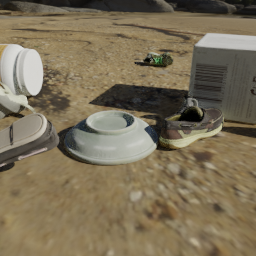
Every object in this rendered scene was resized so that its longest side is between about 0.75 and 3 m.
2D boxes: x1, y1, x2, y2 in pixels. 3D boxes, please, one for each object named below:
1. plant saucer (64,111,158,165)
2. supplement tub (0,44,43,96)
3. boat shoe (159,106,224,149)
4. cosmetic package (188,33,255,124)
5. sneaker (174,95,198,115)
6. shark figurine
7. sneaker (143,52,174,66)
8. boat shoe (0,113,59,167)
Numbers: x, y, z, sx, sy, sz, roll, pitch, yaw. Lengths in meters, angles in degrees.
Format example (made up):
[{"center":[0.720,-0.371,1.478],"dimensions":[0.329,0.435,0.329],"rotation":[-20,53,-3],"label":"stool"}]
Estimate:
[{"center":[-0.414,0.056,6.962],"dimensions":[2.345,0.589,2.345],"rotation":[0,25,0],"label":"plant saucer"},{"center":[-4.448,-1.951,9.658],"dimensions":[2.533,1.832,1.832],"rotation":[3,26,6],"label":"supplement tub"},{"center":[1.750,-0.175,7.198],"dimensions":[0.877,0.776,2.395],"rotation":[23,34,39],"label":"boat shoe"},{"center":[3.185,-1.677,8.755],"dimensions":[2.105,2.103,2.551],"rotation":[10,29,20],"label":"cosmetic package"},{"center":[1.478,-0.487,7.797],"dimensions":[0.531,0.818,1.416],"rotation":[23,34,39],"label":"sneaker"},{"center":[-3.731,-0.740,7.854],"dimensions":[1.548,1.081,2.590],"rotation":[41,2,30],"label":"shark figurine"},{"center":[1.473,-3.371,14.084],"dimensions":[1.777,0.683,0.787],"rotation":[16,39,43],"label":"sneaker"},{"center":[-2.504,0.476,5.330],"dimensions":[2.468,0.703,0.825],"rotation":[-19,50,7],"label":"boat shoe"}]
